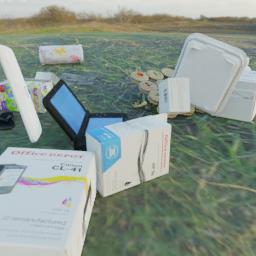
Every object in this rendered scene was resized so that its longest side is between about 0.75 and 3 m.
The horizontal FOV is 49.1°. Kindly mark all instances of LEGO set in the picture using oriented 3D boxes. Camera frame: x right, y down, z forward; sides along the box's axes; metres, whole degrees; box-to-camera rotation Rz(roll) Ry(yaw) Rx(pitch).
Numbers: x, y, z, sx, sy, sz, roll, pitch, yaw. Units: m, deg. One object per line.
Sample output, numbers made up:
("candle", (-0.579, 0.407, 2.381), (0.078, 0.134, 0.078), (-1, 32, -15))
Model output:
("LEGO set", (1.056, -1.461, 11.240), (1.608, 0.702, 2.476), (-6, 20, 14))

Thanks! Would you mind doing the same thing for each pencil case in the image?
("pencil case", (-4.495, -4.951, 18.978), (2.997, 1.246, 1.360), (-4, -10, -9))

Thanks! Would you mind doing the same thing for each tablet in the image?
("tablet", (-2.360, -0.773, 6.241), (0.141, 2.069, 1.346), (-18, 14, -7))

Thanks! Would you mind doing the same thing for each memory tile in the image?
("memory tile", (1.587, -1.461, 10.836), (2.278, 0.250, 2.972), (-8, 43, -27))

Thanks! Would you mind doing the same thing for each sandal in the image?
("sandal", (-4.097, -0.308, 9.314), (0.548, 0.308, 1.441), (-10, 25, -21))

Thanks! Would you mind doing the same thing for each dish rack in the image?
("dish rack", (2.332, -1.564, 8.697), (1.955, 2.278, 0.496), (28, 39, 14))

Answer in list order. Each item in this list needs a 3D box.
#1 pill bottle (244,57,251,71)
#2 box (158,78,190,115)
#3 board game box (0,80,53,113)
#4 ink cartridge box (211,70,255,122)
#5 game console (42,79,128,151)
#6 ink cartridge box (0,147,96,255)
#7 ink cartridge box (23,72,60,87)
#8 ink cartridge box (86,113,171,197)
("pill bottle", (4.638, -2.117, 11.822), (0.928, 1.676, 0.928), (-1, 23, 0))
("box", (1.187, -0.802, 7.302), (0.573, 0.873, 0.877), (-1, -2, -10))
("board game box", (-3.889, -1.216, 10.607), (1.879, 0.968, 0.985), (4, 23, 10))
("ink cartridge box", (4.014, -1.256, 10.138), (1.403, 1.396, 1.912), (14, 27, 29))
("game console", (-1.071, -0.496, 8.283), (2.217, 1.467, 2.521), (-1, 23, -1))
("ink cartridge box", (-1.556, 1.312, 4.507), (1.802, 1.046, 2.442), (3, 24, 0))
("ink cartridge box", (-3.351, -1.790, 11.585), (1.408, 0.353, 1.623), (8, -16, 18))
("ink cartridge box", (0.226, 0.502, 6.200), (2.167, 1.257, 0.735), (-15, 27, -31))
